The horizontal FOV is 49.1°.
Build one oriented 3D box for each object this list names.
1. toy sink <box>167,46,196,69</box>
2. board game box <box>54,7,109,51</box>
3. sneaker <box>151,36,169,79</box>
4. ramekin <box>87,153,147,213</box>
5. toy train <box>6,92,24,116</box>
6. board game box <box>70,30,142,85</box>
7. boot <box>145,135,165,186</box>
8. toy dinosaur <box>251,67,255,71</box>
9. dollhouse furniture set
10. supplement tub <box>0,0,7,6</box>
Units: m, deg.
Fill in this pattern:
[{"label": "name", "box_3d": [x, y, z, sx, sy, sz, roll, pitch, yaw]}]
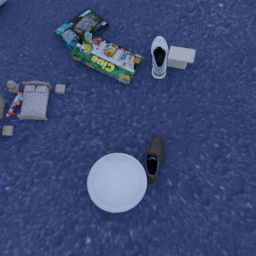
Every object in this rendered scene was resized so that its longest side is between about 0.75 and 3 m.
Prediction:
[{"label": "toy sink", "box_3d": [2.414, -3.157, 12.716, 1.141, 0.639, 0.743, 11, 67, 10]}, {"label": "board game box", "box_3d": [-2.244, -4.797, 13.593, 2.244, 0.316, 1.518, -42, 73, -16]}, {"label": "sneaker", "box_3d": [1.486, -3.438, 12.475, 0.843, 1.285, 2.234, 2, 67, 1]}, {"label": "ramekin", "box_3d": [-0.377, 2.056, 10.270, 2.131, 0.992, 2.131, 0, 67, 1]}, {"label": "toy train", "box_3d": [-4.678, -0.965, 11.732, 0.324, 1.164, 0.874, 28, 40, -26]}, {"label": "board game box", "box_3d": [-0.972, -3.223, 12.754, 2.935, 0.344, 1.538, 26, 73, 4]}, {"label": "boot", "box_3d": [1.062, 1.094, 10.666, 0.790, 1.025, 2.114, 10, 67, 4]}, {"label": "toy dinosaur", "box_3d": [5.951, -2.844, 12.281, 0.473, 0.747, 1.102, 37, 109, 6]}, {"label": "dollhouse furniture set", "box_3d": [-4.237, -0.935, 11.315, 2.968, 1.449, 2.531, 0, 67, 0]}, {"label": "supplement tub", "box_3d": [-7.294, -6.234, 13.537, 1.566, 1.566, 2.374, 39, 73, 15]}]
